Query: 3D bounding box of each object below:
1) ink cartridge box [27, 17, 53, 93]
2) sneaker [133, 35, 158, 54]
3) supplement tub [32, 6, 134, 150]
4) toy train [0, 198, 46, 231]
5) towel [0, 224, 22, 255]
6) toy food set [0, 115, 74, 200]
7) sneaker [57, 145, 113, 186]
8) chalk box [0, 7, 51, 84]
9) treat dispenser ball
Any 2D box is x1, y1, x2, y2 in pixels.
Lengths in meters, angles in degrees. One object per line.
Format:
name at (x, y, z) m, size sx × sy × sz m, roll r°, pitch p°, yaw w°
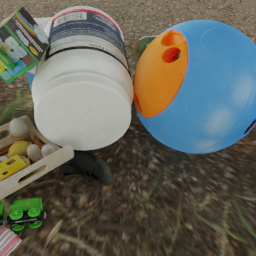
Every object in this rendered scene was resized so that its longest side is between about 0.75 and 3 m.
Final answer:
ink cartridge box at (-1.722, -2.251, 8.722) m, size 2.667 × 1.956 × 1.947 m, roll -7°, pitch 37°, yaw -11°
sneaker at (1.097, -3.355, 11.269) m, size 1.817 × 0.609 × 0.816 m, roll -28°, pitch 40°, yaw -36°
supplement tub at (-0.999, -1.207, 6.378) m, size 2.097 × 2.097 × 2.988 m, roll -4°, pitch 47°, yaw -5°
toy train at (-2.436, 1.554, 4.870) m, size 1.938 × 0.404 × 0.546 m, roll -3°, pitch 30°, yaw -16°
towel at (-2.637, 1.894, 4.749) m, size 1.401 × 0.210 × 1.025 m, roll 24°, pitch 43°, yaw 28°
toy food set at (-2.402, 0.459, 5.775) m, size 1.704 × 0.717 × 2.375 m, roll -31°, pitch 32°, yaw -28°
sneaker at (-1.082, 0.808, 5.959) m, size 0.897 × 0.516 × 1.720 m, roll -21°, pitch 37°, yaw -25°
chalk box at (-2.069, -1.421, 5.002) m, size 0.819 × 0.825 × 1.322 m, roll -26°, pitch 34°, yaw 20°
treat dispenser ball at (1.526, -0.875, 6.248) m, size 2.882 × 2.882 × 2.882 m, roll 0°, pitch 37°, yaw 0°
